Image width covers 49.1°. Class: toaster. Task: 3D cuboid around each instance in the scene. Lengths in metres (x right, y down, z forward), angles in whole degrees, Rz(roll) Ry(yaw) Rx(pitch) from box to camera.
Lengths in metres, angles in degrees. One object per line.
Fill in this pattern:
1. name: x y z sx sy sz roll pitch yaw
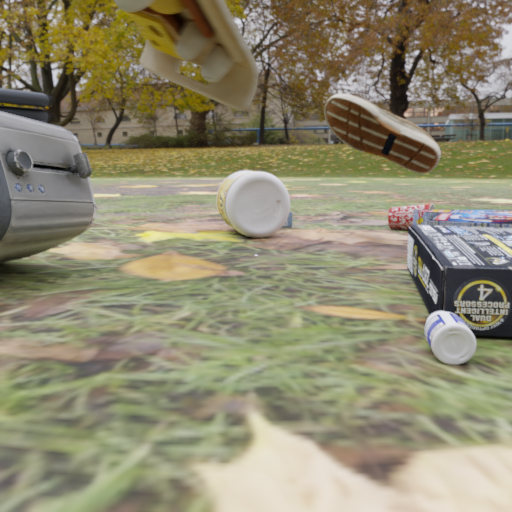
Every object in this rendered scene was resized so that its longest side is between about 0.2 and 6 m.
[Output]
1. toaster: -3.769 -0.733 7.589 3.217 1.828 2.078 -18 -3 26

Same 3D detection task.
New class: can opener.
1. can opener: -3.456 -1.940 7.189 1.666 0.444 0.557 -6 25 -42

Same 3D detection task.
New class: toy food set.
1. toy food set: -1.391 -3.027 7.018 2.130 0.897 2.968 29 -7 25

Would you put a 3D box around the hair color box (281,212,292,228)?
1. hair color box: 0.249 -0.899 13.371 0.620 0.379 1.252 -7 11 -33

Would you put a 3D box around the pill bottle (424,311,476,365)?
1. pill bottle: 1.564 0.645 4.584 0.335 0.335 0.560 1 10 8

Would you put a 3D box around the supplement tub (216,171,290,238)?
1. supplement tub: -0.126 -1.136 11.913 1.333 1.333 1.846 -2 10 -12

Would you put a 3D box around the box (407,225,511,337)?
1. box: 3.036 0.165 6.200 2.419 0.737 3.001 0 10 9

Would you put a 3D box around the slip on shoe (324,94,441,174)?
1. slip on shoe: 2.274 -2.249 10.025 2.220 0.844 0.673 26 40 7

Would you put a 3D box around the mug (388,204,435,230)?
1. mug: 3.496 -0.767 12.534 0.933 0.828 0.622 1 45 31

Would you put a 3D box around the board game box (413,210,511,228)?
1. board game box: 3.667 -0.390 9.543 2.209 0.682 2.211 4 11 27
